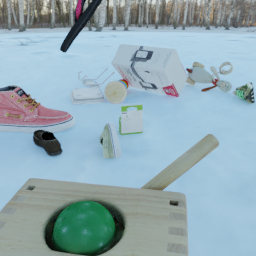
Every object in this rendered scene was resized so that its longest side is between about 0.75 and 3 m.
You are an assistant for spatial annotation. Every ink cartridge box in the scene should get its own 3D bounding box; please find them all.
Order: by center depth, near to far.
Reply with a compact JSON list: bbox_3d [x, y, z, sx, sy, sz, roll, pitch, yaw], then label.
[{"bbox_3d":[0.084,-0.300,8.344,0.685,0.927,0.351,-5,24,-12],"label":"ink cartridge box"},{"bbox_3d":[0.910,-2.468,11.937,2.683,1.119,1.949,16,-17,33],"label":"ink cartridge box"}]

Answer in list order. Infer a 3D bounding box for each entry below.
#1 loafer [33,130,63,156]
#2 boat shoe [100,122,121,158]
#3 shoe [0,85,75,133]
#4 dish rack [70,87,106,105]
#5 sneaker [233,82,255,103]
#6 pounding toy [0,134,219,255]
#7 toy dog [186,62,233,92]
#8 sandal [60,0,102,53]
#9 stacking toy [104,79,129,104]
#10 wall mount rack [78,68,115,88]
[{"bbox_3d":[-2.163,0.274,7.552,0.507,0.495,1.389,-18,29,-36],"label":"loafer"},{"bbox_3d":[-0.528,0.283,7.500,0.475,0.551,1.530,-6,26,-9],"label":"boat shoe"},{"bbox_3d":[-3.095,-0.603,8.595,2.816,1.281,1.006,0,23,0],"label":"shoe"},{"bbox_3d":[-1.701,-1.400,11.686,1.384,0.351,1.612,-6,23,-13],"label":"dish rack"},{"bbox_3d":[4.715,-1.379,11.450,0.801,0.695,1.808,-7,15,23],"label":"sneaker"},{"bbox_3d":[-0.156,1.309,2.907,2.056,2.234,1.588,4,23,9],"label":"pounding toy"},{"bbox_3d":[3.528,-2.362,12.806,2.300,1.517,1.108,7,0,38],"label":"toy dog"},{"bbox_3d":[-1.033,-2.659,6.296,0.462,2.049,0.770,35,3,-11],"label":"sandal"},{"bbox_3d":[-0.379,-1.657,11.818,0.900,0.900,2.108,3,17,6],"label":"stacking toy"},{"bbox_3d":[-1.569,-2.510,13.837,1.589,0.682,1.829,-9,25,-19],"label":"wall mount rack"}]
